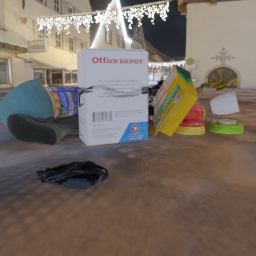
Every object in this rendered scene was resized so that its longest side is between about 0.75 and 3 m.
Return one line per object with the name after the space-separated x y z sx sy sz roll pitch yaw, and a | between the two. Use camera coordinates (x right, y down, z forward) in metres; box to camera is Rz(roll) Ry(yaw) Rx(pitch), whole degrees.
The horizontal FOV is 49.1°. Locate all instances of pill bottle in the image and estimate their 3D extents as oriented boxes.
-2.772 -1.091 12.989 1.647 1.647 2.938 10 15 42 | pill bottle

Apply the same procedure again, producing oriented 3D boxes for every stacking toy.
3.173 -0.604 11.461 2.674 1.248 2.954 0 11 4 | stacking toy

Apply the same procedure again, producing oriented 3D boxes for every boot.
-2.569 -0.162 10.008 2.321 0.926 2.553 18 23 17 | boot

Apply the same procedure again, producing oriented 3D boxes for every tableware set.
3.190 -1.514 10.197 1.595 0.245 1.074 -7 22 47 | tableware set

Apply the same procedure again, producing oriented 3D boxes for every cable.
-1.156 0.905 5.812 1.464 0.372 1.194 0 10 4 | cable

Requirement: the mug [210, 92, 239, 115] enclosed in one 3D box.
5.343 -1.243 15.536 1.347 1.135 1.537 -13 -18 20 | mug

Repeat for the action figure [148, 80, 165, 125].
1.325 -1.142 12.907 1.629 1.399 2.742 -36 19 34 | action figure

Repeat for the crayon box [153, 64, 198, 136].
1.667 -0.973 10.282 0.728 1.774 2.822 25 31 -10 | crayon box

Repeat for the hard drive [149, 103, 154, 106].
0.119 -0.890 13.996 2.254 0.296 1.486 -14 10 -9 | hard drive

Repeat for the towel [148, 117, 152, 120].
0.434 -0.477 13.702 1.456 0.218 1.066 2 10 -1 | towel

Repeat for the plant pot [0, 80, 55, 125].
-3.517 -0.570 10.324 1.362 2.023 2.023 43 20 7 | plant pot

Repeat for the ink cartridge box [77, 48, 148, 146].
-0.509 -1.052 9.225 2.122 2.934 1.236 -4 11 -22 | ink cartridge box
